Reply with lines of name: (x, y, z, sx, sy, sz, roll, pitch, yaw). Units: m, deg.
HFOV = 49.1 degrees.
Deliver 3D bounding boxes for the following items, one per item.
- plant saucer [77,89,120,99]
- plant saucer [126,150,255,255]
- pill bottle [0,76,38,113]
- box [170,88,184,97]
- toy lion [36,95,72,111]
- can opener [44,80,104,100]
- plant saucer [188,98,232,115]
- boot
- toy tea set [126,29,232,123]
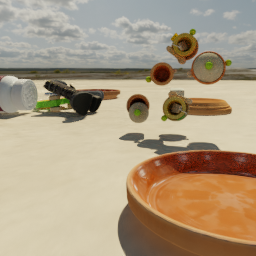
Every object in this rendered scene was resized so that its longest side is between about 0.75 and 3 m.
plant saucer: (-1.728, -1.861, 15.235, 2.633, 0.425, 2.633, 0, 11, 0)
plant saucer: (1.112, 0.694, 2.882, 2.267, 0.366, 2.267, 0, 11, 0)
pill bottle: (-4.451, -1.173, 9.735, 2.320, 1.271, 1.271, 3, 12, 12)
box: (2.347, -1.594, 13.496, 0.696, 0.579, 1.694, 2, 11, 10)
toy lion: (-2.948, -0.987, 10.873, 1.660, 0.594, 1.732, -3, 10, 22)
can opener: (-2.663, -1.832, 13.626, 2.955, 0.988, 0.788, 2, 12, 9)
plant saucer: (2.630, -0.834, 10.221, 2.220, 0.416, 2.220, 0, 12, 0)
boot: (-2.047, -1.119, 9.476, 1.896, 0.754, 2.178, 24, 7, 12)
toy tea set: (1.023, -0.988, 6.247, 1.475, 2.481, 0.918, 40, 9, 9)
